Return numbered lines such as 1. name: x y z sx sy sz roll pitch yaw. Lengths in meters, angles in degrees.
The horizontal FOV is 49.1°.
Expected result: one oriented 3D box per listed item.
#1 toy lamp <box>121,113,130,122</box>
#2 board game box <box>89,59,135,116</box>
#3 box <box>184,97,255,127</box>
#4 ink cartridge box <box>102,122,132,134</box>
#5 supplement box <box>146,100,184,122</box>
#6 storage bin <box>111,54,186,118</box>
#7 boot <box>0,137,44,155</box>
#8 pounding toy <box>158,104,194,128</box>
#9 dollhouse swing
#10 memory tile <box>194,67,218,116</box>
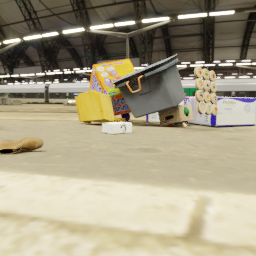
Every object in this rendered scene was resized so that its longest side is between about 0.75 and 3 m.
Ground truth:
1. toy lamp: -0.127 -0.676 15.719 0.546 0.546 1.877 0 6 -3
2. board game box: -0.624 -1.933 13.914 1.945 1.943 1.944 -15 -26 -23
3. box: 4.148 -0.782 12.892 2.225 1.269 2.419 -2 5 -22
4. ink cartridge box: -0.374 -0.010 9.732 0.864 0.365 0.631 -4 7 -38
5. supplement box: 2.304 -0.994 14.833 2.590 1.311 1.339 1 6 10
6. storage bin: 0.948 -1.581 11.658 2.779 1.866 2.022 -16 14 37
7. boot: -2.293 0.424 6.002 0.923 0.340 0.348 -6 24 -8
8. pounding toy: 2.158 -0.442 12.052 1.398 0.994 1.287 -12 -3 42
9. dollhouse swing: -1.177 -0.924 13.040 1.612 1.666 1.833 -15 8 -43
10. memory tile: 2.795 -1.290 9.928 1.293 1.687 0.142 4 -8 -41
